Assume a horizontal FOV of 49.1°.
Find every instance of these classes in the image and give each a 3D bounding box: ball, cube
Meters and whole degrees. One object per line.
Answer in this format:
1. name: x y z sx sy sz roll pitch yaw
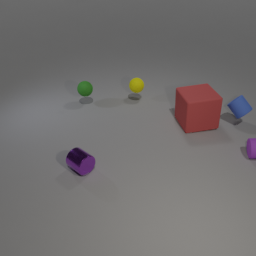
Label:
1. ball: 0.401 -1.981 13.013 0.700 0.700 0.700 0 33 0
2. cube: 2.789 -0.814 11.316 1.400 1.400 1.400 -9 34 -7
3. ball: -1.937 -1.769 12.638 0.700 0.700 0.700 0 33 0

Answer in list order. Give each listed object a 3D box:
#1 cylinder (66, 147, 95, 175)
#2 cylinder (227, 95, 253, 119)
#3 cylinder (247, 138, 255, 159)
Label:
1. cylinder: -1.543 1.082 9.130 0.700 0.700 0.700 27 42 35
2. cylinder: 4.493 -0.850 11.263 0.700 0.700 0.700 -33 85 -40
3. cylinder: 4.528 0.697 9.644 0.700 0.700 0.700 -2 32 11
